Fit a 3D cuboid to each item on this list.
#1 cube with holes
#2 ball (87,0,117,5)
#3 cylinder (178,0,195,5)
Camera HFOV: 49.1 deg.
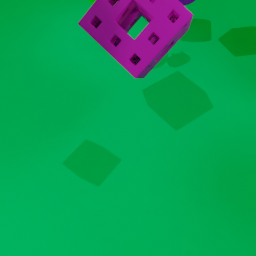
[{"bbox_3d":[0.194,-1.871,5.170,1.341,1.341,1.341,43,104,0],"label":"cube with holes"},{"bbox_3d":[-0.517,-3.366,6.384,1.205,1.205,1.205,0,55,0],"label":"ball"},{"bbox_3d":[1.580,-4.353,8.069,1.121,1.121,1.121,5,60,4],"label":"cylinder"}]
